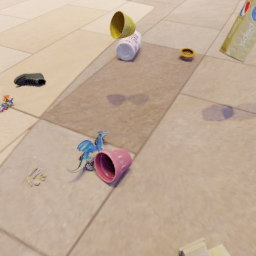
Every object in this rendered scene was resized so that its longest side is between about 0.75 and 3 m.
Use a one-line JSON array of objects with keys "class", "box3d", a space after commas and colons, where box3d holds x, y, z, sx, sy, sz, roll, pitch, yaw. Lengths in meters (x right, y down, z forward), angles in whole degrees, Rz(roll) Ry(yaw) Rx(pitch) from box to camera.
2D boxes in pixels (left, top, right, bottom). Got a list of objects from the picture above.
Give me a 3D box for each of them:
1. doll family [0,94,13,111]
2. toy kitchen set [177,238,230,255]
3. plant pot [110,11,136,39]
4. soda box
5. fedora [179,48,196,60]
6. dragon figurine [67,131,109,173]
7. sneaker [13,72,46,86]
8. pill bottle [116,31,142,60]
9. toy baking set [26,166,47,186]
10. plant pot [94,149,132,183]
[{"class": "doll family", "box3d": [-5.322, -1.034, 12.023, 0.560, 0.407, 0.902, 25, 64, 16]}, {"class": "toy kitchen set", "box3d": [1.748, 3.441, 5.965, 1.770, 1.444, 1.597, -16, 43, -17]}, {"class": "plant pot", "box3d": [-0.128, -3.830, 10.602, 0.711, 1.002, 1.002, -1, 35, -37]}, {"class": "soda box", "box3d": [4.137, -3.537, 9.576, 0.811, 2.395, 0.767, 21, 23, -9]}, {"class": "fedora", "box3d": [3.251, -4.034, 15.379, 0.927, 0.378, 0.927, -1, 47, 1]}, {"class": "dragon figurine", "box3d": [-1.350, 0.849, 9.579, 2.162, 0.636, 1.075, -31, 50, -32]}, {"class": "sneaker", "box3d": [-4.629, -2.253, 13.226, 1.409, 0.527, 0.749, -21, 43, -24]}, {"class": "pill bottle", "box3d": [0.105, -4.635, 15.563, 1.068, 1.068, 1.884, 11, 42, 12]}, {"class": "toy baking set", "box3d": [-3.015, 1.579, 9.168, 0.607, 0.092, 0.790, -24, 47, -29]}, {"class": "plant pot", "box3d": [-0.418, 1.121, 9.073, 1.038, 1.038, 0.929, 34, 35, 33]}]
